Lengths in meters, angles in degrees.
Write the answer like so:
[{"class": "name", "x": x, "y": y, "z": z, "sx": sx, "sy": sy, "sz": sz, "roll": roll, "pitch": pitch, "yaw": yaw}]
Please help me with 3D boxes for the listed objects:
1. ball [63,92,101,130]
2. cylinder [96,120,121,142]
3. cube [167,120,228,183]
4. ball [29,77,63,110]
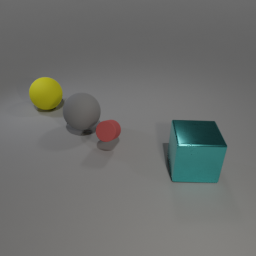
[{"class": "ball", "x": -1.719, "y": -0.620, "z": 10.446, "sx": 1.400, "sy": 1.400, "sz": 1.400, "roll": 0, "pitch": 32, "yaw": 0}, {"class": "cylinder", "x": -0.656, "y": 0.083, "z": 9.500, "sx": 0.700, "sy": 0.700, "sz": 0.700, "roll": 8, "pitch": 7, "yaw": 12}, {"class": "cube", "x": 2.046, "y": 0.695, "z": 8.630, "sx": 1.400, "sy": 1.400, "sz": 1.400, "roll": 2, "pitch": 32, "yaw": 0}, {"class": "ball", "x": -3.563, "y": -1.498, "z": 12.192, "sx": 1.400, "sy": 1.400, "sz": 1.400, "roll": 0, "pitch": 32, "yaw": 0}]
